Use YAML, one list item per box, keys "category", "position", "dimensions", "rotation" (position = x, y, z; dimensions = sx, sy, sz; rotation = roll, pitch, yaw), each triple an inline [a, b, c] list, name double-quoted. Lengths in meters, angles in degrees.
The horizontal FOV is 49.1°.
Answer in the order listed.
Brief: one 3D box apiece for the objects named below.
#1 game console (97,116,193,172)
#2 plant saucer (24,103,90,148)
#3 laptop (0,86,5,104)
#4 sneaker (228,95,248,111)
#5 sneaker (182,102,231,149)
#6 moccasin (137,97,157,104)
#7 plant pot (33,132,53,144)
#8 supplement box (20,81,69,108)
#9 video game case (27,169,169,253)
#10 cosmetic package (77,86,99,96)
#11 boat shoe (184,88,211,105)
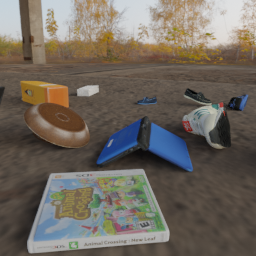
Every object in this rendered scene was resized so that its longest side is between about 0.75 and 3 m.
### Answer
- category: "game console"
  position: [0.400, 0.540, 6.464]
  dimensions: [1.663, 1.153, 1.949]
  rotation: [-29, 10, 13]
- category: "plant saucer"
  position: [-1.740, -0.173, 7.199]
  dimensions: [1.780, 0.326, 1.780]
  rotation: [25, 23, -11]
- category: "laptop"
  position: [-4.690, -0.208, 6.627]
  dimensions: [2.650, 1.536, 2.481]
  rotation: [11, 19, 34]
- category: "sneaker"
  position: [4.563, -1.108, 11.568]
  dimensions: [0.601, 0.541, 1.544]
  rotation: [16, 23, 24]
- category: "sneaker"
  position: [2.055, -0.017, 7.545]
  dimensions: [1.214, 0.914, 2.596]
  rotation: [-13, 12, 23]
- category: "moccasin"
  position: [0.835, -1.240, 12.439]
  dimensions: [0.925, 0.315, 0.372]
  rotation: [-8, 18, -26]
- category: "plant pot"
  position: [-2.133, 0.074, 7.349]
  dimensions: [0.780, 0.729, 0.729]
  rotation: [-6, 9, 38]
- category: "supplement box"
  position: [-3.677, -1.471, 12.116]
  dimensions: [0.976, 0.944, 2.838]
  rotation: [-14, 22, -41]
- category: "video game case"
  position: [-0.451, 1.133, 4.322]
  dimensions: [1.742, 0.211, 1.914]
  rotation: [-2, 16, -7]
- category: "cosmetic package"
  position: [-2.097, -1.972, 14.848]
  dimensions: [0.642, 0.394, 1.556]
  rotation: [4, 16, 13]
- category: "boat shoe"
  position: [2.980, -1.365, 11.887]
  dimensions: [0.484, 0.429, 1.294]
  rotation: [-12, 32, -42]
